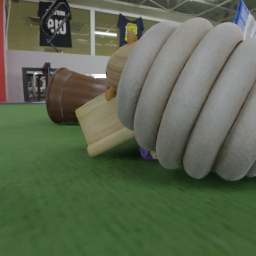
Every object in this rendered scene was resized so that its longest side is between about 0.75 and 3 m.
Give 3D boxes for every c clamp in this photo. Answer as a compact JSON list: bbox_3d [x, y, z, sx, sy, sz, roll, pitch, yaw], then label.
[{"bbox_3d":[-2.643,-3.919,10.445,0.231,1.705,1.457,30,-3,24],"label":"c clamp"}]

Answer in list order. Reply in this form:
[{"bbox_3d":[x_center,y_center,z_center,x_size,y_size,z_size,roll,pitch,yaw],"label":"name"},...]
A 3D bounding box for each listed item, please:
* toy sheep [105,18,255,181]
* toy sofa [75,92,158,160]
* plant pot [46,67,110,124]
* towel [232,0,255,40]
[{"bbox_3d":[0.962,-0.293,3.380,2.910,2.007,2.007,23,15,21],"label":"toy sheep"},{"bbox_3d":[0.331,-0.037,5.365,1.074,1.266,2.594,-25,-6,29],"label":"toy sofa"},{"bbox_3d":[-1.434,-0.957,9.583,1.949,1.969,1.969,11,9,14],"label":"plant pot"},{"bbox_3d":[3.923,-2.542,8.806,2.412,1.771,0.287,34,-21,-35],"label":"towel"}]
